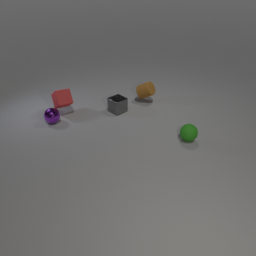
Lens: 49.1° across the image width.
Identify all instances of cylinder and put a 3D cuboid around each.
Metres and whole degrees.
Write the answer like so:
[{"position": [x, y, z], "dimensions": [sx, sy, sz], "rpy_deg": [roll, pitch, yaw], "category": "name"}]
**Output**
[{"position": [0.880, -1.870, 13.847], "dimensions": [0.700, 0.700, 0.700], "rpy_deg": [-15, 19, 37], "category": "cylinder"}]

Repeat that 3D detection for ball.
[{"position": [-3.332, -0.541, 12.279], "dimensions": [0.700, 0.700, 0.700], "rpy_deg": [0, 31, 0], "category": "ball"}, {"position": [2.396, 0.181, 11.026], "dimensions": [0.700, 0.700, 0.700], "rpy_deg": [0, 31, 0], "category": "ball"}]

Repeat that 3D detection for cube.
[{"position": [-0.490, -1.098, 13.192], "dimensions": [0.700, 0.700, 0.700], "rpy_deg": [-26, 40, -35], "category": "cube"}, {"position": [-3.005, -1.338, 12.780], "dimensions": [0.700, 0.700, 0.700], "rpy_deg": [-16, -1, -31], "category": "cube"}]
